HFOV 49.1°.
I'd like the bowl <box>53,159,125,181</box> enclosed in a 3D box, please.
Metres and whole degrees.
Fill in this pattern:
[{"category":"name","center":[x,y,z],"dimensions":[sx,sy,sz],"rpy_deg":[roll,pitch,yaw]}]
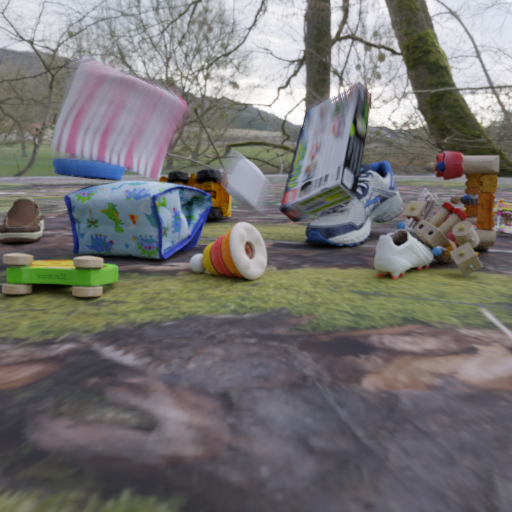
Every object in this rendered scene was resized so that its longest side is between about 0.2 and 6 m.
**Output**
[{"category":"bowl","center":[-3.337,-1.705,11.186],"dimensions":[1.384,0.272,1.384],"rpy_deg":[6,4,0]}]

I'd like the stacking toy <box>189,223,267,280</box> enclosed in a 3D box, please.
[{"category":"stacking toy","center":[-0.560,0.036,9.353],"dimensions":[1.305,0.954,0.954],"rpy_deg":[-15,1,33]}]

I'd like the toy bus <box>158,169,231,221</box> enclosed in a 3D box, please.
[{"category":"toy bus","center":[-1.758,-1.753,17.231],"dimensions":[2.152,1.460,2.066],"rpy_deg":[-2,-3,5]}]

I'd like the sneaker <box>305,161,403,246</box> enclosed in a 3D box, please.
[{"category":"sneaker","center":[2.193,-1.320,13.112],"dimensions":[1.388,1.535,3.602],"rpy_deg":[5,25,37]}]

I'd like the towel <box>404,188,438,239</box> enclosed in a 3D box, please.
[{"category":"towel","center":[3.591,-0.871,12.557],"dimensions":[0.333,1.279,1.930],"rpy_deg":[30,15,8]}]

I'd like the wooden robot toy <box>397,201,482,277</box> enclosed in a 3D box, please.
[{"category":"wooden robot toy","center":[3.494,-0.258,10.161],"dimensions":[0.961,0.990,2.182],"rpy_deg":[-40,32,3]}]

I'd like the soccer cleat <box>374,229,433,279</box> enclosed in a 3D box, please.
[{"category":"soccer cleat","center":[2.615,-0.112,9.735],"dimensions":[0.670,0.750,1.933],"rpy_deg":[7,12,34]}]

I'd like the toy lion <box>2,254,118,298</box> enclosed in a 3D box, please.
[{"category":"toy lion","center":[-2.936,0.246,8.656],"dimensions":[1.740,0.597,1.668],"rpy_deg":[2,3,9]}]

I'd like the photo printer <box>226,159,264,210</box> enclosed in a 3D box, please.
[{"category":"photo printer","center":[-0.228,-1.749,13.399],"dimensions":[0.352,1.014,0.844],"rpy_deg":[-6,-33,44]}]

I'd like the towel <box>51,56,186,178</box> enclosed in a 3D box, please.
[{"category":"towel","center":[-2.656,-2.656,11.186],"dimensions":[0.376,1.837,2.511],"rpy_deg":[31,13,40]}]

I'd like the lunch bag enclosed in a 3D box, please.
[{"category":"lunch bag","center":[-2.307,-0.862,11.557],"dimensions":[2.100,1.574,2.470],"rpy_deg":[3,21,17]}]

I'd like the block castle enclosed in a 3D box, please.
[{"category":"block castle","center":[4.340,-1.242,12.322],"dimensions":[1.430,2.037,3.049],"rpy_deg":[2,10,14]}]

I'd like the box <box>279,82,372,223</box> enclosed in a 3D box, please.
[{"category":"box","center":[1.669,-2.461,13.137],"dimensions":[0.569,3.276,1.803],"rpy_deg":[37,-37,-30]}]

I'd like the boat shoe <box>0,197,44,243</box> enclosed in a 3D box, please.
[{"category":"boat shoe","center":[-5.656,-0.924,13.446],"dimensions":[0.975,0.976,2.640],"rpy_deg":[-4,11,-19]}]

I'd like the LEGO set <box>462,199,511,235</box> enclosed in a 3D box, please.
[{"category":"LEGO set","center":[5.999,-0.799,14.140],"dimensions":[2.315,0.862,1.065],"rpy_deg":[1,-25,31]}]
